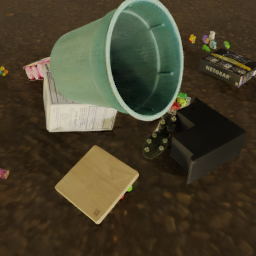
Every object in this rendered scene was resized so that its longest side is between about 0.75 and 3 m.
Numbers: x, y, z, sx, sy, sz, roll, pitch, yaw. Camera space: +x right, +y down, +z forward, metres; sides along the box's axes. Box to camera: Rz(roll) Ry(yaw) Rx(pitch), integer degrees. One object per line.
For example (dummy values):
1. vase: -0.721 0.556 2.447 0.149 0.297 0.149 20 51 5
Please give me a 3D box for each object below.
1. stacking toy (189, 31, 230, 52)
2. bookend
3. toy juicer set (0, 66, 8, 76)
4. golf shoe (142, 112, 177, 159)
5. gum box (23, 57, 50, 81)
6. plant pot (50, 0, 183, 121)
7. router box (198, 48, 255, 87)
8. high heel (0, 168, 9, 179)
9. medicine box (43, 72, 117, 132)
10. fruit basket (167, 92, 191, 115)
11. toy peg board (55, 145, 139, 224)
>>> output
1. stacking toy: 4.438 -4.677 15.328 1.421 0.443 1.885 -15 45 -15
2. bookend: 2.116 0.301 9.108 2.269 1.045 2.254 -24 46 -24
3. toy juicer set: -5.969 -2.531 13.022 0.514 0.220 0.807 35 46 10
4. golf shoe: 1.094 0.340 9.417 0.696 0.794 1.804 31 71 13
5. gum box: -3.603 -2.617 12.217 1.168 0.680 2.057 -34 26 -32
6. plant pot: -0.478 -1.779 7.893 2.925 2.986 2.986 6 35 44
7. router box: 4.733 -2.869 13.085 1.742 0.579 2.216 -30 49 -30
8. high heel: -3.981 1.558 8.117 0.568 0.399 1.185 13 37 0
9. medicine box: -1.784 -0.973 10.111 2.292 1.180 2.088 -1 41 -21
10. fruit basket: 1.871 -0.907 11.026 1.026 0.519 1.108 13 58 14
11. toy peg board: -0.798 1.652 7.920 1.691 0.827 1.684 29 64 30
